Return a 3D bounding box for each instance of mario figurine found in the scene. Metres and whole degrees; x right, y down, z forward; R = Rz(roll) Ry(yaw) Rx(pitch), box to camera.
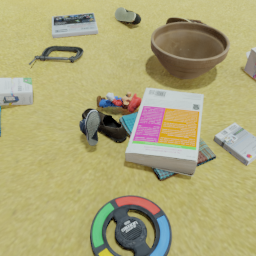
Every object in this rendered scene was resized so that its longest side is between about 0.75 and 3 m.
[{"bbox_3d":[-0.254,-0.947,9.018,1.422,0.754,0.878,3,34,14],"label":"mario figurine"}]

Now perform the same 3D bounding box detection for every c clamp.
[{"bbox_3d":[-2.835,-2.934,11.449,1.963,0.266,1.677,0,40,2],"label":"c clamp"}]

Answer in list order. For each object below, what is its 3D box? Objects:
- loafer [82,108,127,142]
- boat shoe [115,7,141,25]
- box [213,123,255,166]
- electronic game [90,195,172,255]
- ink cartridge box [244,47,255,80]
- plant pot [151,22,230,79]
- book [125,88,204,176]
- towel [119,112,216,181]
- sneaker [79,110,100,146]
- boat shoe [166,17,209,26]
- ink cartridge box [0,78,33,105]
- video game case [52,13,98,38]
[{"bbox_3d":[-0.702,-0.227,8.476,1.688,0.602,0.616,28,50,24],"label":"loafer"},{"bbox_3d":[-0.041,-5.450,13.712,0.549,0.641,1.751,9,21,-44],"label":"boat shoe"},{"bbox_3d":[3.244,0.434,8.089,0.926,0.244,1.188,-29,51,-25],"label":"box"},{"bbox_3d":[0.066,2.290,6.164,1.801,0.375,1.801,0,46,0],"label":"electronic game"},{"bbox_3d":[5.153,-2.328,10.290,1.002,0.976,1.559,-16,48,-15],"label":"ink cartridge box"},{"bbox_3d":[2.226,-2.764,10.498,2.825,1.304,2.825,0,46,0],"label":"plant pot"},{"bbox_3d":[1.127,-0.091,8.023,1.849,0.665,2.768,10,47,11],"label":"book"},{"bbox_3d":[1.090,0.235,8.266,1.884,0.279,2.570,-19,49,-17],"label":"towel"},{"bbox_3d":[-1.077,-0.170,7.702,0.419,1.102,0.796,-8,39,-23],"label":"sneaker"},{"bbox_3d":[2.805,-4.133,11.836,2.431,0.877,0.875,21,37,19],"label":"boat shoe"},{"bbox_3d":[-3.864,-1.241,9.404,1.243,0.544,0.903,-3,44,-19],"label":"ink cartridge box"},{"bbox_3d":[-2.561,-4.925,13.384,2.094,0.245,1.904,-8,46,-7],"label":"video game case"}]
